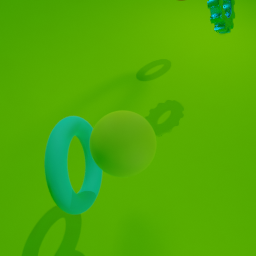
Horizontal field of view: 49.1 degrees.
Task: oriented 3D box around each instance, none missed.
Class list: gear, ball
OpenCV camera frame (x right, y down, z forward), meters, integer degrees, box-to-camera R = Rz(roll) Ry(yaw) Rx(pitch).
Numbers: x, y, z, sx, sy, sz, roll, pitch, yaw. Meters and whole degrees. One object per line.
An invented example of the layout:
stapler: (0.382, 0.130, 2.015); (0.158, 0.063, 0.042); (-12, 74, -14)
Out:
gear: (2.349, -3.119, 6.999); (0.268, 1.450, 1.450); (0, 50, 35)
ball: (-0.074, 0.236, 4.194); (0.996, 0.996, 0.996); (0, 56, 0)

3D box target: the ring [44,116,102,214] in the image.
ring: (-0.970, 0.692, 5.365); (0.369, 1.847, 1.847); (-5, 54, 18)
